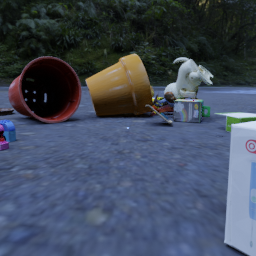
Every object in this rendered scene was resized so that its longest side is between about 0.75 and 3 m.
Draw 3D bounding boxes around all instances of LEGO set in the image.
[{"bbox_3d":[-3.040,-0.176,5.598,2.154,0.884,0.821,4,10,23],"label":"LEGO set"}]

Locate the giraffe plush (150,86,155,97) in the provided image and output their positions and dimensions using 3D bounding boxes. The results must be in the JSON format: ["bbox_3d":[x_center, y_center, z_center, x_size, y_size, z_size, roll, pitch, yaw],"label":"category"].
[{"bbox_3d":[0.142,-1.470,9.499,1.271,1.195,1.473,18,52,25],"label":"giraffe plush"}]

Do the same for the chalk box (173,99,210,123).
[{"bbox_3d":[1.901,-0.510,8.254,1.018,0.634,0.630,5,11,21],"label":"chalk box"}]

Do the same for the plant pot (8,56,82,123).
[{"bbox_3d":[-2.676,-1.055,8.554,1.868,1.868,1.817,-8,4,-39],"label":"plant pot"}]

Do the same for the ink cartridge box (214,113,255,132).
[{"bbox_3d":[2.706,-0.133,6.752,0.798,0.409,1.079,-3,9,-14],"label":"ink cartridge box"}]

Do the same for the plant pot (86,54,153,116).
[{"bbox_3d":[-0.372,-1.265,9.476,1.848,2.019,2.019,-18,13,-7],"label":"plant pot"}]

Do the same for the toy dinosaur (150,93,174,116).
[{"bbox_3d":[1.694,-0.696,10.088,1.652,1.820,0.956,21,-29,-1],"label":"toy dinosaur"}]

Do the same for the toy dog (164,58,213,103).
[{"bbox_3d":[1.735,-1.315,8.721,1.386,1.430,0.998,35,31,-11],"label":"toy dog"}]

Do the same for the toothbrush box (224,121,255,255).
[{"bbox_3d":[2.078,0.411,1.996,2.261,0.973,1.646,-9,13,-34],"label":"toothbrush box"}]

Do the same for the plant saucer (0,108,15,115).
[{"bbox_3d":[-4.618,-0.576,9.948,1.114,0.179,1.114,0,9,0],"label":"plant saucer"}]

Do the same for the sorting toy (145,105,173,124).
[{"bbox_3d":[0.868,-0.421,7.836,0.839,0.151,1.125,36,6,1],"label":"sorting toy"}]

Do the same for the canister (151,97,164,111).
[{"bbox_3d":[0.730,-0.933,10.994,1.220,0.528,0.906,3,10,23],"label":"canister"}]
